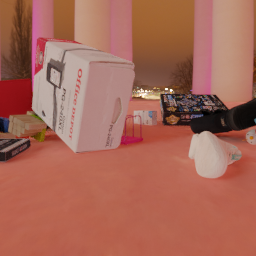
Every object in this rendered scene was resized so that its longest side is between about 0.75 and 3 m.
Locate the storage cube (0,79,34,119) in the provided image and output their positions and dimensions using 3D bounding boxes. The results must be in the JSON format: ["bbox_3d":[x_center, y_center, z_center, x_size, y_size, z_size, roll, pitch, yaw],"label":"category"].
[{"bbox_3d":[-5.720,-1.295,13.186,1.808,1.901,2.115,7,16,45],"label":"storage cube"}]

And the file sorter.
[{"bbox_3d":[-0.289,-0.009,8.066,1.205,0.756,0.838,5,9,36],"label":"file sorter"}]

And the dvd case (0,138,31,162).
[{"bbox_3d":[-3.449,0.475,6.202,2.091,0.259,1.572,-1,8,-2],"label":"dvd case"}]

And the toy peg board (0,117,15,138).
[{"bbox_3d":[-4.537,-0.155,8.606,1.863,0.915,1.871,-7,10,-41],"label":"toy peg board"}]

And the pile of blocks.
[{"bbox_3d":[-2.588,-0.031,8.526,1.101,0.833,2.681,16,14,4],"label":"pile of blocks"}]

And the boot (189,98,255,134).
[{"bbox_3d":[3.309,-0.387,8.509,2.389,0.912,2.007,-15,2,-22],"label":"boot"}]

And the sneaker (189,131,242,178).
[{"bbox_3d":[1.630,0.453,4.973,0.851,0.724,1.923,12,7,5],"label":"sneaker"}]

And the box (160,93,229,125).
[{"bbox_3d":[2.931,-0.907,12.904,2.830,0.708,2.852,0,22,3],"label":"box"}]

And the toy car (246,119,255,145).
[{"bbox_3d":[3.366,0.202,7.300,0.867,0.799,0.767,-32,-16,38],"label":"toy car"}]

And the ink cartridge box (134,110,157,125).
[{"bbox_3d":[0.757,-0.466,12.332,1.058,0.614,0.359,7,10,43],"label":"ink cartridge box"}]

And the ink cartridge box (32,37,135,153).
[{"bbox_3d":[-1.328,-0.969,7.202,1.232,2.147,2.956,-5,26,-37],"label":"ink cartridge box"}]
